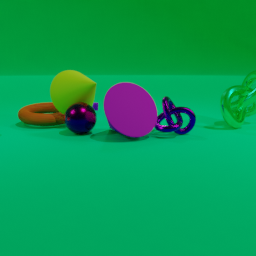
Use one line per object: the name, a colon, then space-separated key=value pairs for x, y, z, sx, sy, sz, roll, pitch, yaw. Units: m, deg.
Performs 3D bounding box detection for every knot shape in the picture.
knot shape: x=3.597 y=-0.797 z=8.950 sx=1.903 sy=2.034 sz=0.940 roll=-31 pitch=58 yaw=-31
knot shape: x=1.225 y=-0.250 z=7.836 sx=1.138 sy=1.217 sz=0.562 roll=-40 pitch=-8 yaw=-31

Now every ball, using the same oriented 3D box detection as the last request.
ball: x=-1.366 y=-0.284 z=8.069 sx=0.930 sy=0.930 sz=0.930 roll=0 pitch=12 yaw=0

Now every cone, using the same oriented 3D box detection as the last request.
cone: x=-1.335 y=-1.175 z=8.443 sx=1.536 sy=1.536 sz=1.542 roll=-9 pitch=0 yaw=-36
cone: x=-0.227 y=-0.254 z=8.070 sx=1.573 sy=1.573 sz=1.579 roll=-6 pitch=-16 yaw=-28

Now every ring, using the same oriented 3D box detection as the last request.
ring: x=-2.725 y=-0.504 z=9.615 sx=1.981 sy=0.396 sz=1.981 roll=1 pitch=18 yaw=0

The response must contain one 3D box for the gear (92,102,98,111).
gear: x=-2.039 y=-0.924 z=11.644 sx=1.602 sy=0.296 sz=1.602 roll=3 pitch=10 yaw=-1
